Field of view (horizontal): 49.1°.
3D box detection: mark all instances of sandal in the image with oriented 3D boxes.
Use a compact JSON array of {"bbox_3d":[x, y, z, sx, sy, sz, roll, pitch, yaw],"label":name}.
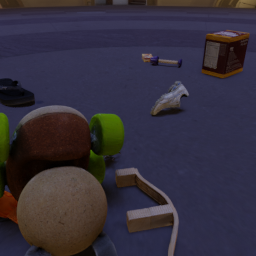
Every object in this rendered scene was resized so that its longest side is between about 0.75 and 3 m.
[{"bbox_3d":[-4.431,-1.477,10.410,1.068,0.601,2.808,-24,36,-37],"label":"sandal"}]

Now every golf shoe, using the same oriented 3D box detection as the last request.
[{"bbox_3d":[1.357,-0.839,9.043,1.420,0.691,0.556,-44,-1,-2],"label":"golf shoe"}]

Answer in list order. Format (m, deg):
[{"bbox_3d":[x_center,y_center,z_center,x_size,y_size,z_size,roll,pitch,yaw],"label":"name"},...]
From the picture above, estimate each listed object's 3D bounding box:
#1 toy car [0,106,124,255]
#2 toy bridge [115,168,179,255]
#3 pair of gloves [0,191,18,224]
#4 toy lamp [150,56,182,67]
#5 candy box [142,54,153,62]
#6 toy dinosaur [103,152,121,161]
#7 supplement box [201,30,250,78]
[{"bbox_3d":[-1.100,1.284,4.474,2.332,2.240,2.839,-1,51,-28],"label":"toy car"},{"bbox_3d":[0.418,1.603,4.990,0.884,0.358,2.631,-6,29,-11],"label":"toy bridge"},{"bbox_3d":[-2.659,1.679,5.034,1.383,0.192,1.553,16,33,27],"label":"pair of gloves"},{"bbox_3d":[1.892,-3.314,14.007,1.573,0.458,0.458,12,31,16],"label":"toy lamp"},{"bbox_3d":[1.050,-3.754,14.996,0.502,0.241,0.870,-2,29,-4],"label":"candy box"},{"bbox_3d":[-0.456,0.570,6.617,0.455,0.343,0.890,8,22,22],"label":"toy dinosaur"},{"bbox_3d":[4.423,-3.400,12.751,1.722,1.746,1.159,-23,36,-35],"label":"supplement box"}]
